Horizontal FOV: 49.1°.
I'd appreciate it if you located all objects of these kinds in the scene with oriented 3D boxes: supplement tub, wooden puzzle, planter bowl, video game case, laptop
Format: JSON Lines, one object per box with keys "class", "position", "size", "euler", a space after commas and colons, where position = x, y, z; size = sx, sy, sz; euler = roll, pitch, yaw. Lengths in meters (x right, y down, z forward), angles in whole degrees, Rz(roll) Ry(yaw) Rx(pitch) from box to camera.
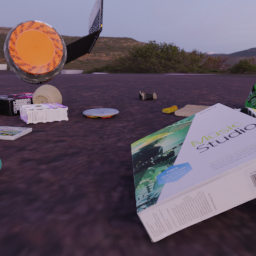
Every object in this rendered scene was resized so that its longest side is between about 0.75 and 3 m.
{"class": "supplement tub", "position": [-2.207, -1.749, 6.720], "size": [1.341, 1.341, 2.190], "euler": [-5, 7, -19]}
{"class": "wooden puzzle", "position": [2.579, -0.613, 10.748], "size": [2.192, 0.256, 1.479], "euler": [9, 21, 35]}
{"class": "planter bowl", "position": [-3.187, -1.062, 10.761], "size": [1.105, 1.105, 0.744], "euler": [1, 17, 5]}
{"class": "video game case", "position": [-3.408, 0.135, 7.811], "size": [1.064, 0.117, 0.970], "euler": [3, 14, 10]}
{"class": "laptop", "position": [-1.897, -3.599, 10.428], "size": [1.458, 2.516, 2.356], "euler": [4, -7, -19]}

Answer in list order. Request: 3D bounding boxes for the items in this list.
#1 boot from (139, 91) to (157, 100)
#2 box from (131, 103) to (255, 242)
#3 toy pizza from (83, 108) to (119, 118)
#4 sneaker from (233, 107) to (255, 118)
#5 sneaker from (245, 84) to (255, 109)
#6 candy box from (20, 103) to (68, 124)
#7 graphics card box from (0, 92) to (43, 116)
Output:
{"class": "boot", "position": [1.041, -1.738, 15.042], "size": [0.831, 0.404, 1.104], "euler": [-3, 17, -6]}
{"class": "box", "position": [1.025, 0.394, 4.294], "size": [1.952, 0.492, 2.705], "euler": [-25, 11, 4]}
{"class": "toy pizza", "position": [-1.004, -0.531, 10.402], "size": [1.333, 0.211, 1.333], "euler": [-1, 13, 0]}
{"class": "sneaker", "position": [3.583, -0.216, 7.886], "size": [0.910, 0.788, 2.016], "euler": [3, 13, 2]}
{"class": "sneaker", "position": [5.314, -1.207, 11.024], "size": [1.138, 1.242, 2.916], "euler": [4, 13, 17]}
{"class": "candy box", "position": [-2.943, -0.529, 9.769], "size": [1.383, 0.495, 1.160], "euler": [-7, 15, -30]}
{"class": "graphics card box", "position": [-4.323, -1.070, 11.722], "size": [1.609, 0.652, 2.566], "euler": [9, 17, 31]}
